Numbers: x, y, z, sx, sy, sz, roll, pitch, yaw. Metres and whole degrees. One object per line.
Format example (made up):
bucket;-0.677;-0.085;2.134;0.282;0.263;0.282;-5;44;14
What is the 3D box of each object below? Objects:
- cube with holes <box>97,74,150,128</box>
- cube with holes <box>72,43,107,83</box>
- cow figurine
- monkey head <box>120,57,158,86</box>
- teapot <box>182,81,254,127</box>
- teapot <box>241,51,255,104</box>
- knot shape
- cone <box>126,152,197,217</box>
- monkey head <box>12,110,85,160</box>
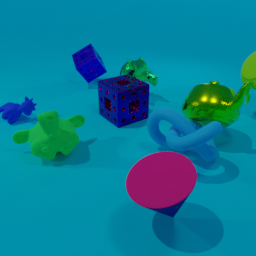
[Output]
cube with holes;-0.127;-0.772;7.645;1.002;1.002;1.002;-19;35;-30
cube with holes;-1.343;-2.245;9.759;0.796;0.796;0.796;-29;54;10
cow figurine;-2.988;-0.527;7.592;0.888;0.495;0.903;-43;44;-22
monkey head;0.298;-1.547;8.531;0.911;1.511;1.087;-38;67;-24
teapot;1.954;-0.591;6.398;1.287;1.013;2.070;15;-8;-26
teapot;3.487;-1.402;7.201;0.868;1.773;1.102;23;27;-27
knot shape;1.125;0.106;5.884;1.568;0.774;1.675;17;-2;22
cone;0.612;1.104;4.378;1.045;1.048;1.045;-13;38;10
monkey head;-1.668;0.025;6.056;1.661;1.195;1.001;-17;35;-17
